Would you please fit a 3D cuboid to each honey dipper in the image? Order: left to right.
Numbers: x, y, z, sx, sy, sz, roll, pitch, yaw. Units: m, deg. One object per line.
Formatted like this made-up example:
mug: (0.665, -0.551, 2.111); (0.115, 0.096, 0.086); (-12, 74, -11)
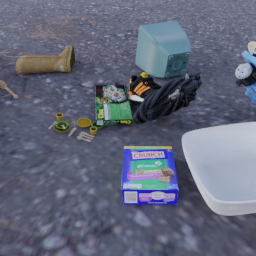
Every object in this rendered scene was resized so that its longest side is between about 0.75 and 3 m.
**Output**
honey dipper: (-5.070, -1.591, 11.890); (0.294, 0.294, 1.549); (-29, 49, -34)

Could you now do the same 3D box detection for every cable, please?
cable: (1.205, -0.724, 9.063); (2.300, 2.819, 0.716); (-30, 81, -15)

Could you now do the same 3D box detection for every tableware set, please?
tableware set: (-1.777, -0.134, 9.695); (1.702, 0.261, 1.146); (17, 37, 13)

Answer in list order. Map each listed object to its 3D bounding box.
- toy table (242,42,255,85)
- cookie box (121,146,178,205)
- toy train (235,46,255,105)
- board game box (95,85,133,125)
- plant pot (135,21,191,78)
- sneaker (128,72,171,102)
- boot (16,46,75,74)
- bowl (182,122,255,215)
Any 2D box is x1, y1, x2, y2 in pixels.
toy table: (6.328, -2.497, 11.860); (2.986, 1.749, 2.745); (22, 41, 29)
cookie box: (0.567, 1.232, 7.598); (1.428, 0.627, 1.669); (-1, 35, 2)
toy train: (4.870, -1.587, 9.671); (2.917, 1.667, 1.265); (35, 19, -31)
board game box: (-0.597, -0.938, 10.686); (1.314, 0.294, 2.508); (1, 37, -7)
plant pot: (1.773, -3.484, 13.104); (2.059, 2.065, 2.103); (-14, 48, -20)
sneaker: (0.701, -1.533, 10.422); (0.845, 1.087, 2.417); (-8, 12, -28)
boot: (-4.017, -3.450, 13.965); (2.558, 0.846, 2.240); (-1, 36, 0)
bowl: (2.967, 1.084, 7.277); (2.784, 1.041, 2.788); (-9, 34, -3)
